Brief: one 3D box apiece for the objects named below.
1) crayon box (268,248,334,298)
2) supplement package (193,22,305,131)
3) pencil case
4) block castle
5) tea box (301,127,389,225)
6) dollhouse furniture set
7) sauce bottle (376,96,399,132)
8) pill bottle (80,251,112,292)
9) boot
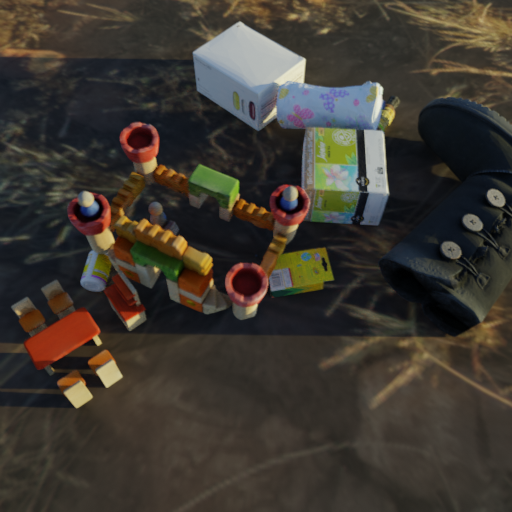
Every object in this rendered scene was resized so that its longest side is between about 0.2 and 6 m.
[{"bbox_3d":[0.761,0.294,10.036,1.133,0.288,0.719,-9,59,-1],"label":"crayon box"},{"bbox_3d":[-0.163,-3.987,12.375,1.952,1.082,1.520,37,64,22],"label":"supplement package"},{"bbox_3d":[1.479,-3.020,11.356,2.150,0.975,0.894,6,36,18],"label":"pencil case"},{"bbox_3d":[-1.118,-0.638,9.408,3.514,1.649,2.348,24,65,9],"label":"block castle"},{"bbox_3d":[1.655,-1.539,10.810,1.542,1.048,1.568,2,58,2],"label":"tea box"},{"bbox_3d":[-2.813,1.120,9.141,1.893,0.986,1.913,-33,63,-19],"label":"dollhouse furniture set"},{"bbox_3d":[2.737,-2.998,12.139,0.416,0.416,1.287,25,61,15],"label":"sauce bottle"},{"bbox_3d":[-2.840,0.190,10.070,0.437,0.437,0.839,5,57,3],"label":"pill bottle"},{"bbox_3d":[3.531,-0.923,10.386,3.316,1.321,4.023,35,68,22],"label":"boot"}]
